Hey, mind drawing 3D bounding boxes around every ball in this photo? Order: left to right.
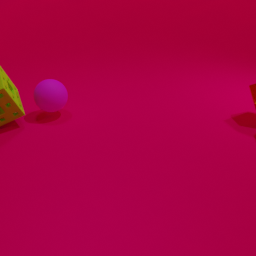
[{"bbox_3d":[-2.600,-1.081,9.443,1.112,1.112,1.112,0,29,0],"label":"ball"}]

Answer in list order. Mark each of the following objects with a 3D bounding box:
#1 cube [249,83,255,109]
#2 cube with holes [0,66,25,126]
[{"bbox_3d":[4.615,-0.950,9.211,0.896,0.896,0.896,-16,46,25],"label":"cube"},{"bbox_3d":[-4.197,-0.941,8.631,1.283,1.283,1.283,-26,55,-7],"label":"cube with holes"}]
